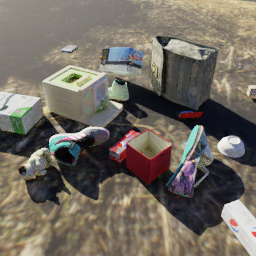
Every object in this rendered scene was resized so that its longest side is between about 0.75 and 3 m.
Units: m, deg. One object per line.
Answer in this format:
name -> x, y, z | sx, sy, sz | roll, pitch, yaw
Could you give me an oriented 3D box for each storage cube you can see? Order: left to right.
storage cube -> 0.655, 0.895, 9.027 | 1.050, 1.104, 1.228 | -30, 46, -33

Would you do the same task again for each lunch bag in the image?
lunch bag -> 2.171, -2.546, 12.391 | 2.980, 2.444, 1.752 | 26, 45, 30

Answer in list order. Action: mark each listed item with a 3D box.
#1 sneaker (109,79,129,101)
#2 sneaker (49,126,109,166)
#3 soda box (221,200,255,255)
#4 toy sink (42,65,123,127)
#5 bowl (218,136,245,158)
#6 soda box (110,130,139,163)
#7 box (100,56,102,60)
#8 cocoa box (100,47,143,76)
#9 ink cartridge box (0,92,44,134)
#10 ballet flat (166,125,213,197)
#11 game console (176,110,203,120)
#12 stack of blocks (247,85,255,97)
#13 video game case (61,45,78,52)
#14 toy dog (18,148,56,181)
sneaker -> -0.773, -1.806, 12.661 | 1.633, 0.963, 0.601 | 5, 39, 9
sneaker -> -1.643, 0.631, 9.504 | 2.138, 0.894, 1.291 | -12, 34, -3
soda box -> 3.095, 2.650, 7.204 | 0.496, 0.531, 1.558 | -13, 40, -16
toy sink -> -1.802, -1.403, 11.628 | 2.796, 1.567, 1.823 | 20, 42, 24
bowl -> 3.724, 0.583, 9.992 | 0.952, 0.428, 0.952 | 1, 37, 0
soda box -> -0.089, 0.626, 9.929 | 0.467, 0.423, 1.334 | 24, 43, 26
box -> -1.081, -4.178, 16.375 | 0.622, 0.217, 1.045 | 24, 45, 28
cocoa box -> -0.321, -3.228, 13.642 | 1.745, 1.145, 1.164 | 10, 5, 37
ink cartridge box -> -4.700, -0.644, 11.212 | 2.074, 0.862, 1.521 | 9, 38, 11
ballet flat -> 2.162, 1.096, 9.043 | 1.018, 0.989, 2.860 | 30, 49, 7
game console -> 2.514, -0.648, 11.505 | 0.900, 0.534, 0.776 | -2, 38, -4
stack of blocks -> 5.971, -1.629, 12.765 | 0.965, 0.556, 0.283 | 1, 38, 1
video game case -> -3.666, -4.968, 17.509 | 0.662, 0.082, 0.925 | 12, 39, 17
toy dog -> -3.023, 1.189, 8.983 | 1.015, 0.730, 1.047 | 11, 40, 25
